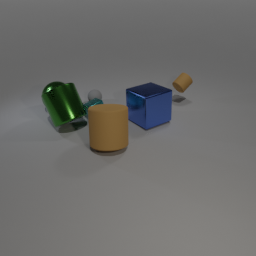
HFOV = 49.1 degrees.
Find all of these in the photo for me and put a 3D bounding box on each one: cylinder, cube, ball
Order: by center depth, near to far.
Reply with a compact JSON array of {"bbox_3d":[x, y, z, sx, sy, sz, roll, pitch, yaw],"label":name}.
[{"bbox_3d":[-0.688,-0.057,9.951,1.400,1.400,1.400,-1,15,0],"label":"cylinder"},{"bbox_3d":[-2.558,-0.921,11.280,1.400,1.400,1.400,-23,4,2],"label":"cylinder"},{"bbox_3d":[0.877,-0.976,11.812,1.400,1.400,1.400,-20,32,-30],"label":"cube"},{"bbox_3d":[-1.404,-0.795,12.015,0.700,0.700,0.700,-31,27,-18],"label":"cube"},{"bbox_3d":[-3.200,-1.417,12.736,1.400,1.400,1.400,0,29,0],"label":"ball"},{"bbox_3d":[2.606,-2.164,13.405,0.700,0.700,0.700,-46,44,-10],"label":"cylinder"},{"bbox_3d":[-1.613,-1.525,13.641,0.700,0.700,0.700,0,29,0],"label":"ball"}]
